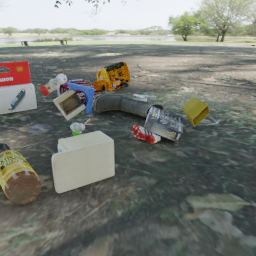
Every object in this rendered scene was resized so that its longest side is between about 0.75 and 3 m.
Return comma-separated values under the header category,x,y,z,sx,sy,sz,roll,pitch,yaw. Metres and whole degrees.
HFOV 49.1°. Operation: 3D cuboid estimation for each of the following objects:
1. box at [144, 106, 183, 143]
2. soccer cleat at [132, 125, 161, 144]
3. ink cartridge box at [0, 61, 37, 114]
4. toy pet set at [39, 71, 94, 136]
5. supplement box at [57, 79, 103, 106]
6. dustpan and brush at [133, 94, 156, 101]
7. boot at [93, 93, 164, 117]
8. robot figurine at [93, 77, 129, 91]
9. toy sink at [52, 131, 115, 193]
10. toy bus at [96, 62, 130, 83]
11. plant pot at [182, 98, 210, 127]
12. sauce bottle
category,x,y,z,sx,sy,sz,roll,pitch,yaw
box,1.327,-0.180,10.235,1.329,0.406,1.678,21,23,1
soccer cleat,0.618,0.210,9.856,0.514,0.414,1.206,-10,27,-39
ink cartridge box,-5.452,-1.760,12.421,2.459,2.167,0.550,-13,25,-29
toy pet set,-1.460,-0.674,8.821,1.305,2.457,2.294,-35,18,-5
supplement box,-2.538,-1.820,14.411,1.493,0.835,2.743,-12,26,-29
dustpan and brush,0.738,-1.510,14.110,1.657,0.474,1.157,18,28,39
boot,-0.004,-0.891,12.267,2.201,0.879,2.421,-20,35,-37
robot figurine,-0.657,-1.826,11.564,1.138,0.457,1.570,8,21,29
toy sink,-1.276,0.826,7.318,1.644,1.071,0.921,-14,25,-30
toy bus,-1.217,-3.184,17.383,2.045,1.446,2.130,-1,20,37
plant pot,2.552,-0.661,10.746,0.715,0.811,0.811,47,1,28
sauce bottle,-3.005,1.029,7.176,0.829,0.829,2.512,-15,26,-34
